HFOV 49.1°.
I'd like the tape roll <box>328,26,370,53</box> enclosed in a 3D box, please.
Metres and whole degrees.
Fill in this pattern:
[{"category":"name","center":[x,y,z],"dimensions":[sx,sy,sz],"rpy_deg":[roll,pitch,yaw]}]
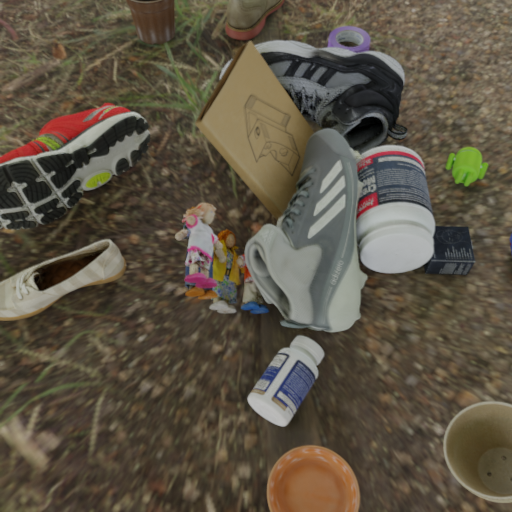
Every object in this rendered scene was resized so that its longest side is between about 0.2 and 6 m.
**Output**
[{"category":"tape roll","center":[2.011,-4.601,12.167],"dimensions":[0.887,0.291,0.887],"rpy_deg":[0,56,1]}]

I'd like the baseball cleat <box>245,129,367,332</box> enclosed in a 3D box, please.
[{"category":"baseball cleat","center":[0.748,-0.590,8.566],"dimensions":[1.847,1.210,3.470],"rpy_deg":[7,62,-21]}]

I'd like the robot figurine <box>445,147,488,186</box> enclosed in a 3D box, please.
[{"category":"robot figurine","center":[3.803,-1.631,10.093],"dimensions":[0.692,0.456,0.789],"rpy_deg":[17,58,11]}]

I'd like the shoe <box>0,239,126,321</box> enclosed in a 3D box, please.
[{"category":"shoe","center":[-3.169,0.318,8.704],"dimensions":[2.240,0.598,0.783],"rpy_deg":[-22,59,-14]}]

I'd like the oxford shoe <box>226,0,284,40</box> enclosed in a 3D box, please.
[{"category":"oxford shoe","center":[0.088,-6.102,12.709],"dimensions":[0.980,1.040,2.781],"rpy_deg":[14,57,9]}]

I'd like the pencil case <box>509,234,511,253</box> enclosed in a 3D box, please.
[{"category":"pencil case","center":[4.417,0.263,8.678],"dimensions":[0.735,0.660,1.692],"rpy_deg":[-17,50,33]}]

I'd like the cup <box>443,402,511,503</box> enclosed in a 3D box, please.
[{"category":"cup","center":[3.020,2.550,6.972],"dimensions":[1.185,0.848,1.185],"rpy_deg":[-17,45,18]}]

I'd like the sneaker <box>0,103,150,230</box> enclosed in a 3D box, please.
[{"category":"sneaker","center":[-3.543,-1.658,9.820],"dimensions":[3.466,1.335,1.472],"rpy_deg":[-33,50,-28]}]

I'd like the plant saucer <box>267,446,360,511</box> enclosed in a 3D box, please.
[{"category":"plant saucer","center":[0.718,3.032,7.132],"dimensions":[1.167,0.218,1.167],"rpy_deg":[0,56,-1]}]

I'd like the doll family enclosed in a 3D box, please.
[{"category":"doll family","center":[-0.655,0.006,8.301],"dimensions":[1.006,2.232,1.385],"rpy_deg":[-12,64,27]}]

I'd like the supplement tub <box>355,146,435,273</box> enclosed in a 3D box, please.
[{"category":"supplement tub","center":[2.166,-0.761,9.028],"dimensions":[1.256,1.256,1.789],"rpy_deg":[1,56,1]}]

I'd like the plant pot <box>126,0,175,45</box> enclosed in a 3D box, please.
[{"category":"plant pot","center":[-2.242,-5.304,12.134],"dimensions":[1.138,1.126,1.138],"rpy_deg":[0,56,0]}]

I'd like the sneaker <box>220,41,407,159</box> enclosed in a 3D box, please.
[{"category":"sneaker","center":[1.072,-2.824,10.334],"dimensions":[3.550,1.340,2.020],"rpy_deg":[1,55,-1]}]

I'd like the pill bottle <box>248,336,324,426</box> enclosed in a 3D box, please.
[{"category":"pill bottle","center":[0.450,1.699,7.757],"dimensions":[0.645,0.645,1.162],"rpy_deg":[29,61,18]}]

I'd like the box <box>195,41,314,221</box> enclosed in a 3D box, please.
[{"category":"box","center":[0.196,-1.958,9.303],"dimensions":[0.263,2.473,2.021],"rpy_deg":[-10,46,40]}]

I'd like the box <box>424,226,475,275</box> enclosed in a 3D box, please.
[{"category":"box","center":[3.087,-0.092,9.075],"dimensions":[0.692,0.436,0.704],"rpy_deg":[3,57,1]}]
